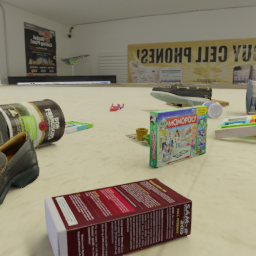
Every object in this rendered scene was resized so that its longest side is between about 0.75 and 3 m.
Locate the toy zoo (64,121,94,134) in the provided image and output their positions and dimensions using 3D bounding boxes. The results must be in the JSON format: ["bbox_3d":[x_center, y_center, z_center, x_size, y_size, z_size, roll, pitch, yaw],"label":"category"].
[{"bbox_3d":[-1.833,-0.024,8.411,0.930,0.145,1.417,7,13,32],"label":"toy zoo"}]

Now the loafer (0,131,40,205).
[{"bbox_3d":[-1.897,0.587,3.705,0.750,0.744,2.059,3,12,8],"label":"loafer"}]

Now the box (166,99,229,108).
[{"bbox_3d":[3.583,-1.327,14.759,2.601,0.277,2.126,-2,12,-14],"label":"box"}]

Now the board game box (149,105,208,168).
[{"bbox_3d":[1.008,0.121,5.412,1.505,1.013,0.219,-10,15,-40],"label":"board game box"}]

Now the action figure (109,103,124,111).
[{"bbox_3d":[-0.553,-0.968,12.903,0.430,0.340,1.316,6,15,16],"label":"action figure"}]

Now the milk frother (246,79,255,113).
[{"bbox_3d":[5.975,-1.653,10.878,2.304,2.450,2.211,2,15,15],"label":"milk frother"}]

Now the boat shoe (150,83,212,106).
[{"bbox_3d":[2.355,-1.562,12.496,2.699,0.813,0.962,11,-12,15],"label":"boat shoe"}]

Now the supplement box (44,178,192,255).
[{"bbox_3d":[-0.106,0.914,2.891,1.359,0.414,0.739,-6,12,-24],"label":"supplement box"}]

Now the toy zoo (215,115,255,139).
[{"bbox_3d":[3.477,-0.128,7.932,1.622,0.253,2.472,-6,7,28],"label":"toy zoo"}]

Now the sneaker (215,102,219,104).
[{"bbox_3d":[3.659,-0.900,12.428,0.739,0.407,1.009,-6,13,13],"label":"sneaker"}]

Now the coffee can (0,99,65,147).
[{"bbox_3d":[-2.277,-0.047,6.152,1.063,1.063,1.453,7,14,33],"label":"coffee can"}]

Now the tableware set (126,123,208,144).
[{"bbox_3d":[1.167,0.065,7.464,2.242,0.344,1.511,-6,13,-30],"label":"tableware set"}]

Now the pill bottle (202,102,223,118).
[{"bbox_3d":[3.245,-0.738,10.980,0.572,0.572,1.020,-1,11,-6],"label":"pill bottle"}]
